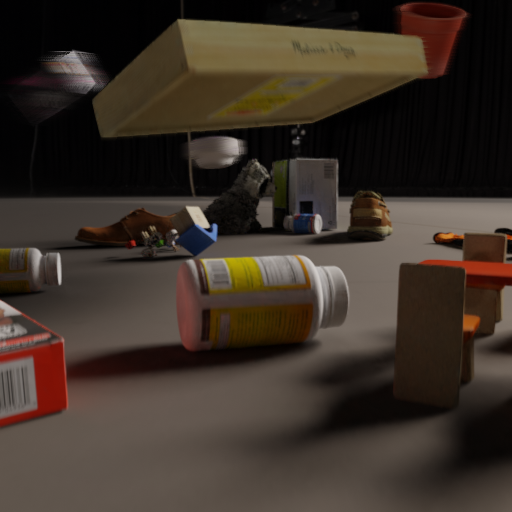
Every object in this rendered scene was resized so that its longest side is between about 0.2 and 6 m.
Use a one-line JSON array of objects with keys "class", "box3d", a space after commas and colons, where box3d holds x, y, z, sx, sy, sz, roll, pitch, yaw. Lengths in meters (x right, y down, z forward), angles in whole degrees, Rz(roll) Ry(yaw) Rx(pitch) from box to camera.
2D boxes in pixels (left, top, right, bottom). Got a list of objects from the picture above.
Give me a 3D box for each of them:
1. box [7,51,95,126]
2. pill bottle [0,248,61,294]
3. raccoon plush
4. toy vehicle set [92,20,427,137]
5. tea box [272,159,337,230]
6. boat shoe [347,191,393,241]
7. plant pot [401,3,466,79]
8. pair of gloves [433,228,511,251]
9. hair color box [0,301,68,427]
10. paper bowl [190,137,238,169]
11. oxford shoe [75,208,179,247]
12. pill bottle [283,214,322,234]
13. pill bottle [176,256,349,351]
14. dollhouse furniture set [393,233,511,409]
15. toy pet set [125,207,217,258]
[{"class": "box", "box3d": [-3.820, -3.143, 10.539, 1.281, 0.735, 0.846, -25, 28, 13]}, {"class": "pill bottle", "box3d": [-2.579, 0.163, 6.029, 0.875, 0.487, 0.487, -2, 8, -14]}, {"class": "raccoon plush", "box3d": [-0.801, -1.402, 13.214, 2.584, 1.731, 1.250, -2, 8, -17]}, {"class": "toy vehicle set", "box3d": [0.100, -2.132, 7.022, 3.653, 0.484, 2.270, -14, 3, -37]}, {"class": "tea box", "box3d": [1.218, -1.578, 14.445, 1.177, 1.762, 1.733, -3, 8, -19]}, {"class": "boat shoe", "box3d": [2.562, -0.941, 12.487, 1.029, 1.005, 2.720, 1, 7, 10]}, {"class": "plant pot", "box3d": [2.765, -3.471, 9.091, 0.997, 0.970, 0.997, 1, 36, -1]}, {"class": "pair of gloves", "box3d": [4.951, -0.340, 10.661, 2.467, 0.305, 2.198, -3, 8, -28]}, {"class": "hair color box", "box3d": [-1.621, 0.572, 3.169, 0.666, 0.402, 1.311, -7, 10, -39]}, {"class": "paper bowl", "box3d": [-0.918, -2.237, 12.295, 1.050, 0.546, 1.050, -2, -2, 0]}, {"class": "oxford shoe", "box3d": [-2.380, -0.543, 10.628, 2.061, 0.735, 0.735, -5, 10, -22]}, {"class": "pill bottle", "box3d": [1.085, -0.754, 13.198, 0.832, 0.467, 0.467, 4, 8, 29]}, {"class": "pill bottle", "box3d": [0.042, 0.328, 4.075, 1.185, 0.647, 0.647, -2, 8, -15]}, {"class": "dollhouse furniture set", "box3d": [2.068, 0.161, 3.504, 2.162, 1.126, 2.186, 4, 8, 29]}, {"class": "toy pet set", "box3d": [-1.241, -0.207, 9.305, 1.245, 0.708, 1.334, -35, -11, 23]}]
